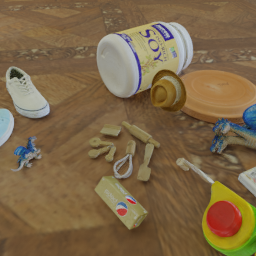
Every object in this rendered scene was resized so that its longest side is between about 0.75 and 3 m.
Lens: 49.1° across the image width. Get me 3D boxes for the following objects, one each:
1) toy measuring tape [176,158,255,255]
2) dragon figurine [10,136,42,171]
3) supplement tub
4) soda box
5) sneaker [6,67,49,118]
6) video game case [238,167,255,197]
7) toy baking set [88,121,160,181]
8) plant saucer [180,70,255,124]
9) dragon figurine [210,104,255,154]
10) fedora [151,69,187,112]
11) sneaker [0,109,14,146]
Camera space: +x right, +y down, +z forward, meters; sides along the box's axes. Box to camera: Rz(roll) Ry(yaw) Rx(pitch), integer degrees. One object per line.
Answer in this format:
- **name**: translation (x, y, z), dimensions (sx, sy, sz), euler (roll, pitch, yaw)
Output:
- **toy measuring tape**: translation (1.584, 1.531, 5.307), dimensions (1.043, 1.043, 2.835), euler (-17, 25, -20)
- **dragon figurine**: translation (-2.485, 0.654, 6.685), dimensions (0.582, 0.344, 1.170), euler (17, 41, 20)
- **supplement tub**: translation (0.563, -2.282, 9.051), dimensions (2.685, 1.952, 1.952), euler (-26, 45, -28)
- **soda box**: translation (-0.146, 1.408, 5.411), dimensions (1.080, 0.366, 0.346), euler (41, 17, 29)
- **sneaker**: translation (-3.182, -1.126, 8.497), dimensions (0.881, 0.854, 2.414), euler (-28, 46, -30)
- **video game case**: translation (3.742, 1.395, 5.842), dimensions (1.873, 0.236, 2.058), euler (-17, 42, -21)
- **toy baking set**: translation (-0.037, 0.541, 6.953), dimensions (2.084, 0.243, 1.600), euler (29, 50, 31)
- **plant saucer**: translation (2.798, -1.138, 8.815), dimensions (2.848, 0.460, 2.848), euler (1, 38, -1)
- **dragon figurine**: translation (3.365, -0.066, 7.158), dimensions (2.922, 0.860, 1.453), euler (-28, 47, -28)
- **fedora**: translation (0.925, -0.884, 7.225), dimensions (0.500, 1.227, 1.227), euler (-30, 48, -34)
- **sneaker**: translation (-3.601, 0.054, 6.952), dimensions (0.854, 0.946, 2.310), euler (5, 39, 4)
